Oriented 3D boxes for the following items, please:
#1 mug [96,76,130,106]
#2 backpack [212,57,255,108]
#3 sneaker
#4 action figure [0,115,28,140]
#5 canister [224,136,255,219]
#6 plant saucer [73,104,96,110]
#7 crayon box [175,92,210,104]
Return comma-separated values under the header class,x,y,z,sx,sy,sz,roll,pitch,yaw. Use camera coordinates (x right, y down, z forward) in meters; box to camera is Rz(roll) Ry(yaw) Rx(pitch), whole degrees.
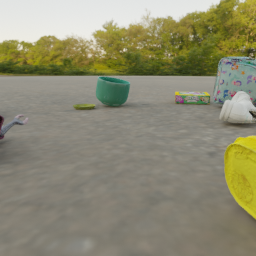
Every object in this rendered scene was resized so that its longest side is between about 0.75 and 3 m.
class,x,y,z,sx,sy,sz,roll,pitch,yaw
mug,-0.599,-1.633,12.749,1.799,1.112,1.478,-6,24,-44
backpack,4.917,-1.858,11.697,2.455,2.179,1.848,13,20,21
sneaker,3.893,-0.560,9.310,1.097,0.933,2.479,22,27,26
action figure,-3.454,0.070,6.069,1.814,2.017,2.708,33,-14,-15
canister,2.469,0.447,3.143,2.131,0.922,1.582,-16,24,-13
plant saucer,-1.873,-0.905,12.005,0.972,0.151,0.972,0,13,0
crayon box,3.148,-1.497,13.870,1.626,0.474,1.403,2,14,9
